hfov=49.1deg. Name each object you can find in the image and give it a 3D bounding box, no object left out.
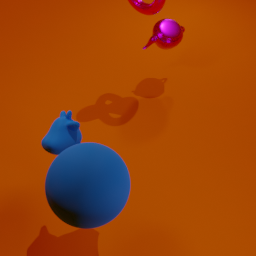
[{"bbox_3d":[1.178,-2.904,8.894,1.575,0.771,0.979,-26,78,-17],"label":"teapot"},{"bbox_3d":[0.576,-4.037,7.192,1.863,1.990,0.920,-23,48,20],"label":"knot shape"},{"bbox_3d":[-0.803,0.499,5.287,1.605,0.881,1.579,4,90,-32],"label":"cow figurine"},{"bbox_3d":[-0.495,0.706,3.513,1.051,1.051,1.051,0,53,0],"label":"ball"}]
